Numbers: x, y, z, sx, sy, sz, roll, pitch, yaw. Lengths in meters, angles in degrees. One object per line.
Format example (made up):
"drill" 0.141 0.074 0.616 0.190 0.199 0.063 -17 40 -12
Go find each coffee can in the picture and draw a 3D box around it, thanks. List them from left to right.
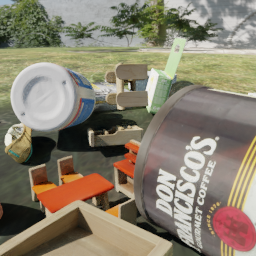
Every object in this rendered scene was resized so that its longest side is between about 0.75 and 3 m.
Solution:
"coffee can" 1.781 0.761 3.068 2.088 2.088 2.853 -17 26 -40

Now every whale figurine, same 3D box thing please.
"whale figurine" 2.148 -0.976 10.146 1.360 0.887 1.709 -24 49 -17

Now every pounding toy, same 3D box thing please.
"pounding toy" -0.587 1.508 2.362 1.350 1.043 1.467 14 20 32

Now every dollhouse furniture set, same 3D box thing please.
"dollhouse furniture set" -0.481 0.884 4.447 1.810 0.943 1.830 -15 25 -37
"dollhouse furniture set" -0.341 -0.578 6.709 1.247 1.877 1.645 -3 8 -12

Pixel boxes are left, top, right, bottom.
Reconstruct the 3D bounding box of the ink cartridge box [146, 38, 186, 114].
"ink cartridge box" 1.220 -1.927 9.933 0.617 2.572 1.872 11 18 -6

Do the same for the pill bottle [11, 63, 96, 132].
"pill bottle" -1.831 -0.823 7.877 1.662 1.662 2.962 2 5 5

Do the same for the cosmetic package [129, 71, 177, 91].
"cosmetic package" 1.145 -2.221 13.363 2.123 0.861 1.198 -2 20 -8

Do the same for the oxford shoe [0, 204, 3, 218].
"oxford shoe" -3.375 0.872 4.276 2.912 1.075 1.031 1 20 3

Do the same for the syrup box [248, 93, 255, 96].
"syrup box" 4.489 -0.762 9.621 0.604 0.584 1.483 5 20 14

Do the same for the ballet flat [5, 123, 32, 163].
"ballet flat" -2.607 0.198 6.712 0.578 0.629 1.833 33 6 -27

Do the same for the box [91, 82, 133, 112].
"box" -1.200 -1.284 11.041 2.012 0.614 2.540 -8 21 -20

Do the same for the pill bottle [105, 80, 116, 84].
"pill bottle" -0.727 -2.511 14.685 0.895 0.503 0.503 -16 25 -39
